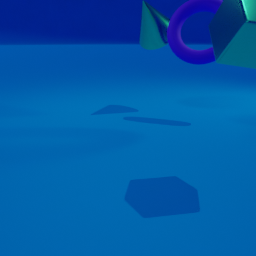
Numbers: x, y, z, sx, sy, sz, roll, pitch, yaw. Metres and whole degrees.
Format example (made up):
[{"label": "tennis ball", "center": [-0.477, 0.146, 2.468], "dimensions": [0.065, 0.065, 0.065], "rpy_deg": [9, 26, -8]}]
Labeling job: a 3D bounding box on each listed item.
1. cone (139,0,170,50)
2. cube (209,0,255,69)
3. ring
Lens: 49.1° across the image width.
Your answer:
[{"label": "cone", "center": [0.712, -3.380, 8.644], "dimensions": [1.328, 1.333, 1.328], "rpy_deg": [-14, 53, 20]}, {"label": "cube", "center": [1.712, -1.405, 3.944], "dimensions": [0.779, 0.779, 0.779], "rpy_deg": [5, 62, -11]}, {"label": "ring", "center": [2.011, -2.667, 7.667], "dimensions": [1.889, 1.889, 0.378], "rpy_deg": [6, -4, 18]}]
